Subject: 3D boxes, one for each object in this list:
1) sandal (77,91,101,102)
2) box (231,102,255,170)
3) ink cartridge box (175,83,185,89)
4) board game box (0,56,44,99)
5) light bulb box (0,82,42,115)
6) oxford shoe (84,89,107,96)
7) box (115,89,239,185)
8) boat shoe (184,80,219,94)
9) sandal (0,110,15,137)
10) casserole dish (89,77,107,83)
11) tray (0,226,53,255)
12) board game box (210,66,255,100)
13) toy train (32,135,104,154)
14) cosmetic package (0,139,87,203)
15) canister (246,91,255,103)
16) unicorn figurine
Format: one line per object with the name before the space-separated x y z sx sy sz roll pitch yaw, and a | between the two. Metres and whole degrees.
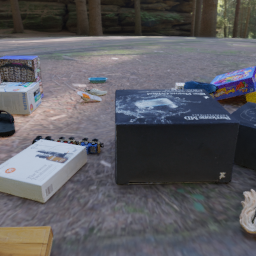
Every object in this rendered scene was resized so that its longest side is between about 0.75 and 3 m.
sandal | -1.792 -1.332 12.800 1.146 0.328 0.439 17 32 -14
box | 3.847 0.243 7.740 1.988 1.232 1.954 19 29 38
ink cartridge box | 2.815 -2.116 14.581 1.013 0.342 0.590 0 23 -1
board game box | -4.837 -2.237 12.761 1.557 1.953 0.946 0 23 0
light bulb box | -4.655 -1.256 11.668 1.585 0.989 1.571 0 23 1
oxford shoe | -1.606 -1.769 13.771 1.161 0.335 0.436 -3 20 -14
box | 1.047 0.071 7.636 2.807 1.676 2.855 -1 24 -2
boat shoe | 3.300 -1.754 12.696 0.572 0.702 1.668 -5 20 -41
sandal | -4.434 -0.295 9.993 0.790 0.503 2.103 -13 26 -29
casserole dish | -1.755 -2.787 16.361 1.117 0.217 0.677 0 22 -2
tray | -2.171 2.022 4.395 1.796 0.333 0.886 -1 38 -1
board game box | 5.048 -2.153 13.391 1.989 0.662 2.959 -11 15 31
toy train | -1.799 0.496 8.281 2.178 0.372 0.499 3 26 8
cosmetic package | -2.142 0.964 6.999 1.486 0.509 1.971 5 23 20
canister | 6.144 -1.643 12.886 1.138 0.663 1.532 -1 20 35
unicorn figurine | 2.996 1.722 4.761 2.174 0.803 1.493 -10 24 43
